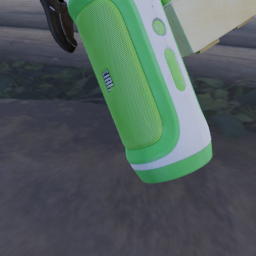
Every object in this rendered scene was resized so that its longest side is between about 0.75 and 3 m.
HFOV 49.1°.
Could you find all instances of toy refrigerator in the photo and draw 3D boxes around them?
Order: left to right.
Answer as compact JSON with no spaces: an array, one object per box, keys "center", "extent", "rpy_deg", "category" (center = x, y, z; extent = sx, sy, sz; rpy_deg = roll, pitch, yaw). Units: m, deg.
[{"center":[1.738,-2.277,5.397],"extent":[2.840,0.994,1.078],"rpy_deg":[-34,14,-22],"category":"toy refrigerator"}]

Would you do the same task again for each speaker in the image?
[{"center":[0.154,-0.785,3.886],"extent":[1.287,2.910,1.287],"rpy_deg":[-22,5,2],"category":"speaker"}]

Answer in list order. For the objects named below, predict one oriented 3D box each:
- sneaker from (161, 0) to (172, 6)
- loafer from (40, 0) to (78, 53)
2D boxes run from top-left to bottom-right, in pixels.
[{"center":[0.948,-3.137,6.706],"extent":[0.972,1.062,2.534],"rpy_deg":[39,8,-16],"category":"sneaker"},{"center":[-1.837,-3.150,7.721],"extent":[0.770,2.159,0.788],"rpy_deg":[-16,27,10],"category":"loafer"}]
